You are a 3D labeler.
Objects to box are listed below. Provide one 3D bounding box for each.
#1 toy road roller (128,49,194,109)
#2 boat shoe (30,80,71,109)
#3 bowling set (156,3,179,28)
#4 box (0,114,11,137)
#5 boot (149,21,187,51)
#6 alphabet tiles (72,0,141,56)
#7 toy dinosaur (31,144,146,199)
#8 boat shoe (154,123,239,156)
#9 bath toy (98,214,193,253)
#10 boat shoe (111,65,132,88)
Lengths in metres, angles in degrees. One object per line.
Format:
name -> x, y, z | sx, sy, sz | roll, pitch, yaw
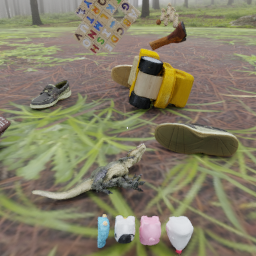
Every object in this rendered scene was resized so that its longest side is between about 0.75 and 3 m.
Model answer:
toy road roller -> 1.171, -1.711, 10.439 | 2.074, 1.746, 2.841 | 13, 23, -8
boat shoe -> -2.935, -1.324, 10.642 | 0.764, 0.702, 2.137 | 11, 26, 22
bowling set -> 1.253, -3.735, 9.303 | 0.674, 0.520, 0.968 | 4, -11, 24
box -> -3.960, 0.238, 6.153 | 1.314, 0.983, 2.623 | 43, 25, -11
boot -> 1.324, -3.104, 9.506 | 1.266, 0.434, 1.192 | -14, -1, 9
alphabet tiles -> -1.032, -4.126, 10.861 | 2.011, 2.406, 0.091 | 35, 18, -16
toy dinosaur -> -0.430, 1.007, 5.597 | 2.639, 0.626, 1.163 | -19, 15, -34
boat shoe -> 1.730, 0.254, 7.206 | 2.062, 0.737, 0.678 | 8, 16, 14
bath toy -> 0.259, 1.625, 4.309 | 1.448, 0.535, 0.630 | 2, 4, 1
boat shoe -> 0.568, -2.352, 12.740 | 2.715, 1.001, 0.939 | 7, 21, -7
